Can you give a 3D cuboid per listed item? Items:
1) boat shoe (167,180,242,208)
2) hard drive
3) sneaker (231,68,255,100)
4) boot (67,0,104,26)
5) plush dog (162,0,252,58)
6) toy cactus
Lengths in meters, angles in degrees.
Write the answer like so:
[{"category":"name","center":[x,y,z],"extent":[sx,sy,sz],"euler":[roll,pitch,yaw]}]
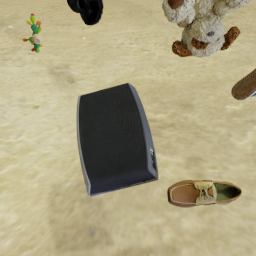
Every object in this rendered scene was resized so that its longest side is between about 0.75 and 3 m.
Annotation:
[{"category":"boat shoe","center":[1.158,0.948,4.179],"extent":[1.133,0.419,0.429],"euler":[-2,72,-14]},{"category":"hard drive","center":[-0.271,0.092,4.795],"extent":[1.298,0.407,1.924],"euler":[-14,58,4]},{"category":"sneaker","center":[2.884,-1.080,5.685],"extent":[0.801,1.476,0.517],"euler":[-14,74,-47]},{"category":"boot","center":[-1.515,-4.252,9.593],"extent":[0.880,2.303,1.935],"euler":[-5,70,-20]},{"category":"plush dog","center":[1.742,-2.553,6.708],"extent":[2.029,1.743,1.628],"euler":[-13,25,-3]},{"category":"toy cactus","center":[-2.743,-2.689,8.167],"extent":[0.563,1.102,0.909],"euler":[0,33,-24]}]
